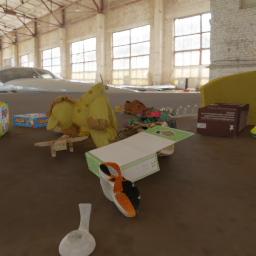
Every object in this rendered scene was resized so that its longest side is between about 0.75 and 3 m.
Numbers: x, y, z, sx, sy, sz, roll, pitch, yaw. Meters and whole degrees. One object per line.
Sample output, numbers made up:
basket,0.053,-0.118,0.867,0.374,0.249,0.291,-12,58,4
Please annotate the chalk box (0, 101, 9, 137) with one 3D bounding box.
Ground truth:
chalk box,-4.798,-0.277,9.428,1.120,1.115,1.801,-2,9,-11

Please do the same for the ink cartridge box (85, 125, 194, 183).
ink cartridge box,0.234,0.495,5.635,1.862,0.446,1.355,-19,16,-24

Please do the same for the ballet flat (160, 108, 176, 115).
ballet flat,2.136,-0.970,15.865,1.208,0.385,0.407,6,11,33

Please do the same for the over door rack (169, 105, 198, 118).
over door rack,3.264,-0.798,14.047,1.458,0.658,1.974,-10,14,-43

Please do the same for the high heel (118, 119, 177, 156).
high heel,0.295,0.327,7.378,1.766,0.885,2.477,-11,10,18

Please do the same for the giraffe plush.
giraffe plush,-1.284,-0.313,7.545,1.652,2.038,1.758,-11,11,7

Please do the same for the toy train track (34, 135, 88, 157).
toy train track,-1.715,0.449,7.582,1.316,0.373,2.294,-8,5,-7

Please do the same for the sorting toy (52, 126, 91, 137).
sorting toy,-1.610,0.066,9.870,2.149,0.386,2.885,2,9,-12

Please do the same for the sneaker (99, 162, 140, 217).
sneaker,-0.138,0.980,4.222,0.394,0.479,1.040,-9,36,-24

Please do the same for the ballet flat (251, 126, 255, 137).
ballet flat,5.475,-0.270,9.772,2.971,0.996,0.993,-4,10,-23

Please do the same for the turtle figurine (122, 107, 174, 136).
turtle figurine,0.766,-0.168,9.339,1.584,1.066,2.116,-6,5,-33

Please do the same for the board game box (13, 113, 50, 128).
board game box,-3.904,-0.354,12.057,1.414,0.404,1.444,6,11,34

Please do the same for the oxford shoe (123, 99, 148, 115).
oxford shoe,0.584,-1.149,15.636,0.850,0.850,2.384,-7,13,-43

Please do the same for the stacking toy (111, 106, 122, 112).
stacking toy,-1.420,-1.175,17.109,1.673,0.393,1.261,-9,13,-39

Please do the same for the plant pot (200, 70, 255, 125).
plant pot,4.508,-1.320,12.658,2.347,2.294,2.279,-4,9,10

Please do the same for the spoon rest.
spoon rest,-0.552,1.226,3.282,0.398,0.243,0.800,-1,23,3

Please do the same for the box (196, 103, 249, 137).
box,3.621,-0.375,10.503,1.348,1.009,2.692,6,13,30
